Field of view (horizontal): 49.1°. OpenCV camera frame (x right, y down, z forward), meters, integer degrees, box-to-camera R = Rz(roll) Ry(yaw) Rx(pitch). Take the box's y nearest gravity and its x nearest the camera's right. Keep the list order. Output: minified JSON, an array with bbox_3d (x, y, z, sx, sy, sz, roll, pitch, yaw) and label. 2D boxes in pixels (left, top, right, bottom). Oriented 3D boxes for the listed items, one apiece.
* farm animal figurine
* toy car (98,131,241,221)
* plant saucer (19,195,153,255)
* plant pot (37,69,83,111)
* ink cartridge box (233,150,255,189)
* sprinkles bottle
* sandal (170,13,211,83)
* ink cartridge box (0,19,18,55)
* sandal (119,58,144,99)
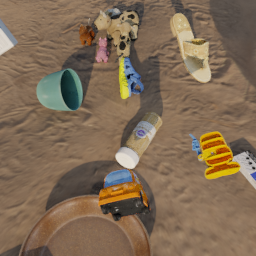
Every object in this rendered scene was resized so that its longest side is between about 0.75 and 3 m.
[{"bbox_3d":[-0.542,-4.062,11.541,2.940,1.533,2.908,33,57,25],"label":"farm animal figurine"},{"bbox_3d":[0.596,0.834,4.754,2.564,1.257,0.853,-25,57,22],"label":"toy car"},{"bbox_3d":[-0.903,2.886,6.170,2.873,0.526,2.873,0,48,0],"label":"plant saucer"},{"bbox_3d":[-2.315,-1.210,9.253,1.095,1.365,1.365,-3,47,20],"label":"plant pot"},{"bbox_3d":[3.533,1.209,7.799,0.569,0.267,1.210,-20,52,-16],"label":"ink cartridge box"},{"bbox_3d":[0.359,0.321,8.326,0.641,0.641,1.879,22,52,18],"label":"sprinkles bottle"},{"bbox_3d":[1.874,-2.292,7.775,0.775,0.695,2.113,-27,92,-24],"label":"sandal"},{"bbox_3d":[-2.410,-1.416,4.587,0.904,0.653,0.381,-31,26,5],"label":"ink cartridge box"},{"bbox_3d":[0.089,-1.819,10.195,0.815,0.744,1.872,-3,58,-6],"label":"sandal"}]
